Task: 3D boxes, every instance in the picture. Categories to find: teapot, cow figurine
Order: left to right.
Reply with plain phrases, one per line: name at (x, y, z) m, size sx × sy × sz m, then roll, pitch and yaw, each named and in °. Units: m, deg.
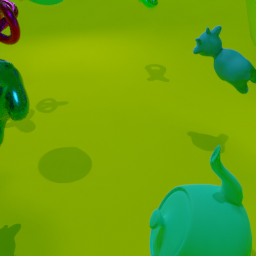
cow figurine at (-2.049, -0.506, 3.877) m, size 0.890 × 1.621 × 1.595 m, roll 18°, pitch 44°, yaw -47°
teapot at (0.458, 0.704, 1.968) m, size 0.606 × 1.238 × 0.770 m, roll 24°, pitch 17°, yaw -11°
cow figurine at (1.415, -0.996, 4.070) m, size 0.922 × 0.514 × 0.937 m, roll 32°, pitch 20°, yaw -42°

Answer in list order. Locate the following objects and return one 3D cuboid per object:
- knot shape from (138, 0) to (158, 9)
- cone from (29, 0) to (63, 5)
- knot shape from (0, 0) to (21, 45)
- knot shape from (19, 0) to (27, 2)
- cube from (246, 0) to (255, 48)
knot shape at (0.740, -5.253, 10.110) m, size 0.772 × 1.564 × 1.671 m, roll 2°, pitch 41°, yaw 2°
cone at (-1.823, -3.576, 6.000) m, size 1.236 × 1.236 × 1.241 m, roll 2°, pitch 71°, yaw 3°
knot shape at (-3.601, -2.724, 7.633) m, size 0.761 × 1.541 × 1.647 m, roll 23°, pitch 22°, yaw -53°
knot shape at (-2.810, -4.009, 8.097) m, size 1.066 × 0.493 × 0.998 m, roll 20°, pitch 62°, yaw 0°
cube at (2.235, -1.488, 3.607) m, size 1.115 × 1.115 × 1.115 m, roll -15°, pitch 49°, yaw 20°
